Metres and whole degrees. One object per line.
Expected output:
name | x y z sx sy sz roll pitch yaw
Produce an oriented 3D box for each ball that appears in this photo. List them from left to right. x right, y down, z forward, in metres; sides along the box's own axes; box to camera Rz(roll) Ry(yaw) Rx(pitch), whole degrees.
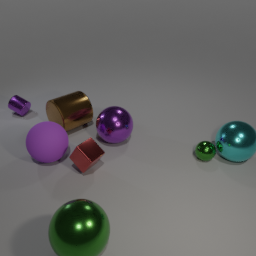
ball | -2.730 0.473 9.500 1.400 1.400 1.400 0 32 0
ball | -1.109 2.347 6.447 1.400 1.400 1.400 0 32 0
ball | -0.498 -0.123 10.464 1.400 1.400 1.400 0 32 0
ball | 2.674 0.786 9.664 0.700 0.700 0.700 0 32 0
ball | 3.699 0.447 9.544 1.400 1.400 1.400 0 32 0

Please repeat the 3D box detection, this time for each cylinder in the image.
cylinder | -4.794 -0.999 12.386 0.700 0.700 0.700 29 37 5
cylinder | -2.356 -0.648 11.301 1.400 1.400 1.400 -26 40 -35

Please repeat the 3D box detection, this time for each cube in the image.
cube | -1.308 0.866 8.962 0.700 0.700 0.700 47 42 7
